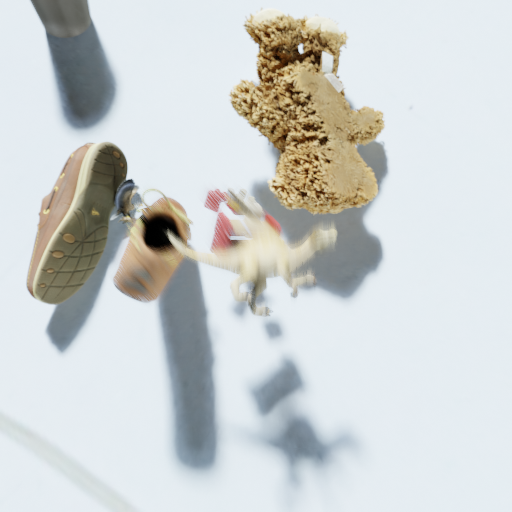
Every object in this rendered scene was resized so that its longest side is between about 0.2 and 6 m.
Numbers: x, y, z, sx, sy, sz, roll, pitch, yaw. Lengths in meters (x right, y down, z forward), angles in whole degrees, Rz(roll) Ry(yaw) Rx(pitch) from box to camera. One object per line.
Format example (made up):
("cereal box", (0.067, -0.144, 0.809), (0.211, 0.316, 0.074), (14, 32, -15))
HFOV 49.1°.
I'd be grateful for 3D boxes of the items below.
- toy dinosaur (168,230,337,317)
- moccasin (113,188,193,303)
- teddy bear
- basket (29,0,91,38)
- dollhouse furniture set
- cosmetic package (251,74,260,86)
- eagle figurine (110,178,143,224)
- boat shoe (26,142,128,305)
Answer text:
("toy dinosaur", (-0.029, 0.179, 7.842), (2.373, 0.691, 1.200), (-5, 56, 6))
("moccasin", (-1.530, -0.373, 8.834), (1.019, 2.786, 1.075), (29, 112, -5))
("teddy bear", (0.924, -2.679, 10.314), (2.986, 1.375, 4.118), (-22, 87, -34))
("basket", (-3.990, -5.428, 11.134), (1.257, 1.848, 1.666), (10, 66, 1))
("dollhouse furniture set", (-0.356, -0.501, 8.889), (0.890, 0.673, 1.655), (2, 26, -25))
("cosmetic package", (0.401, -3.419, 11.124), (0.669, 0.668, 0.811), (34, 74, 11))
("eagle figurine", (-2.388, -0.992, 10.383), (0.581, 0.584, 0.769), (-3, 84, -47))
("boat shoe", (-3.323, -0.622, 10.054), (1.045, 1.114, 3.096), (8, 72, 31))
